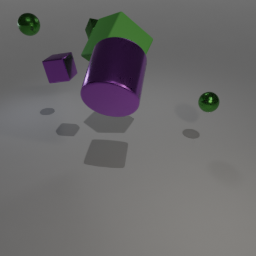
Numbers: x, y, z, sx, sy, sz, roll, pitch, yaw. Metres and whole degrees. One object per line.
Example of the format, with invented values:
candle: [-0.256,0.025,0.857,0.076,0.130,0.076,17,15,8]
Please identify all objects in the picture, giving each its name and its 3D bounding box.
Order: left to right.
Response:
ball: [-3.190,-3.334,9.024,0.700,0.700,0.700,0,29,0]
cube: [-2.062,-1.844,8.553,0.700,0.700,0.700,-3,30,16]
cube: [-1.510,-4.579,13.100,0.700,0.700,0.700,-1,58,-32]
cylinder: [-0.317,-1.210,6.820,1.400,1.400,1.400,5,61,10]
cube: [-0.355,-2.535,8.802,1.400,1.400,1.400,29,-7,-34]
ball: [2.733,-0.876,9.478,0.700,0.700,0.700,0,29,0]
